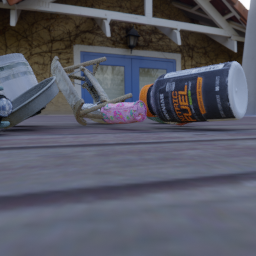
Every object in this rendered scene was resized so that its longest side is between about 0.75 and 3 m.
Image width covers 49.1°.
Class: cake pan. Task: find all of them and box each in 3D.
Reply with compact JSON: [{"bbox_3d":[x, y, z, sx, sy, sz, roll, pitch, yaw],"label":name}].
[{"bbox_3d":[-2.696,-0.663,7.494,2.051,0.376,2.051,-27,24,13],"label":"cake pan"}]

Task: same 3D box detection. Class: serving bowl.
[{"bbox_3d":[-1.049,-0.558,11.678,1.839,0.605,1.839,8,10,-1],"label":"serving bowl"}]

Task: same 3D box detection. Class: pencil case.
[{"bbox_3d":[-0.132,-0.421,7.669,0.602,0.602,1.376,-3,3,-44],"label":"pencil case"}]

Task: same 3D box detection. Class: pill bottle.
[{"bbox_3d":[1.713,-0.886,7.885,2.832,1.504,1.504,-3,1,39],"label":"pill bottle"}]

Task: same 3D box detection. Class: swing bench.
[{"bbox_3d":[-1.408,-1.315,9.835,2.137,2.126,1.387,-12,-32,-37],"label":"swing bench"}]

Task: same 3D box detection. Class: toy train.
[{"bbox_3d":[-3.653,-0.366,5.798,2.629,1.120,1.498,2,12,30],"label":"toy train"}]

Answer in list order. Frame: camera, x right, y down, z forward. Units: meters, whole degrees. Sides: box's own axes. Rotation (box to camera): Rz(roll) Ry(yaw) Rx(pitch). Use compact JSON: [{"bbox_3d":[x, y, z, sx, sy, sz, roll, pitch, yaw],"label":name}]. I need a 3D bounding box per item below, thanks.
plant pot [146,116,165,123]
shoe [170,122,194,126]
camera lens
[{"bbox_3d":[1.696,-0.926,11.498,1.801,1.801,1.207,-3,27,-44],"label":"plant pot"},{"bbox_3d":[1.971,-0.332,9.364,1.150,0.411,0.523,-10,-6,25],"label":"shoe"},{"bbox_3d":[-3.801,-1.239,9.329,1.627,2.033,1.627,-21,8,3],"label":"camera lens"}]
